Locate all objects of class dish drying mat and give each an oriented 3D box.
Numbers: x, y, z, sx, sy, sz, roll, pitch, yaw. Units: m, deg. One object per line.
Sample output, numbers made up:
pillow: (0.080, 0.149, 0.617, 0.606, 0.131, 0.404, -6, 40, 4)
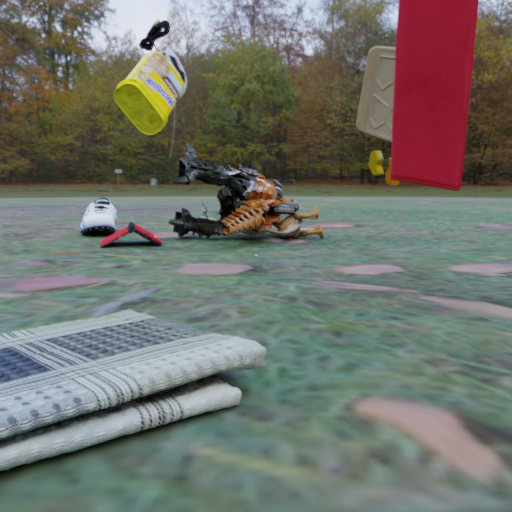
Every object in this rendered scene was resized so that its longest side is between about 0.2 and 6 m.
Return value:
dish drying mat: (2.173, -2.176, 6.914, 1.027, 2.674, 0.243, 18, 32, 40)

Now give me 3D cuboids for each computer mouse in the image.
computer mouse: (-1.974, -4.257, 12.497, 0.413, 1.881, 1.031, -14, -12, -45)

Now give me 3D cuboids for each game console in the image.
game console: (-2.532, -0.276, 11.348, 1.008, 0.694, 1.169, 30, 0, -16)

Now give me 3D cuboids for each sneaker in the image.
sneaker: (-3.854, -0.971, 13.758, 0.876, 0.883, 2.437, -1, 9, -14)

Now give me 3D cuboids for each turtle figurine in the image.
turtle figurine: (-1.051, -0.894, 14.015, 0.968, 0.651, 1.293, 28, 7, 39)

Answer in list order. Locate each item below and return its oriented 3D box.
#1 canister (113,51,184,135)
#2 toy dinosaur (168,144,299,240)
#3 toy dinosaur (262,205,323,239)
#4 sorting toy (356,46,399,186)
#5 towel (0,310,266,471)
canister: (-1.840, -2.904, 9.870, 0.578, 0.991, 1.334, -20, 36, 31)
toy dinosaur: (-0.385, -1.259, 12.237, 2.705, 2.036, 3.986, 10, -2, 2)
toy dinosaur: (0.795, -0.599, 12.452, 1.329, 0.756, 2.502, -12, 10, 0)
sorting toy: (2.578, -2.656, 10.621, 0.323, 2.411, 1.796, -4, 23, -26)
towel: (-1.132, 0.721, 3.410, 1.873, 0.324, 1.804, -9, 9, -40)
